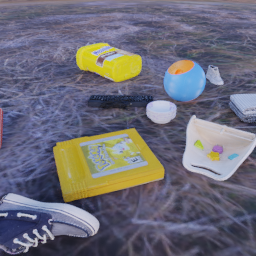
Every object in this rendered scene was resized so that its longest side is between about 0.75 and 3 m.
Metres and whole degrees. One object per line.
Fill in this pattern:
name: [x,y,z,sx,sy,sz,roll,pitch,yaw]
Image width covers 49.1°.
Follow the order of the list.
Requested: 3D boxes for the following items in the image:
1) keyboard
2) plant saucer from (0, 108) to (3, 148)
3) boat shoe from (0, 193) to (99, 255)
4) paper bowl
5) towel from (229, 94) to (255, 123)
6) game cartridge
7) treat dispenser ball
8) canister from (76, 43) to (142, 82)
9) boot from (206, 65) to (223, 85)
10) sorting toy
keyboard: [-0.271,-1.154,10.821,2.523,0.500,1.313,-1,30,1]
plant saucer: [-4.187,-0.073,8.335,1.218,1.220,0.224,9,9,19]
boat shoe: [-1.678,1.969,5.302,2.135,0.797,0.990,6,42,17]
paper bowl: [1.143,-0.518,9.665,1.010,0.525,1.010,0,30,0]
towel: [4.535,-0.726,9.942,1.530,0.655,1.267,-3,29,-1]
game cartridge: [-0.623,0.834,7.466,2.505,0.406,2.208,-9,31,-18]
treat dispenser ball: [2.190,-1.820,10.875,1.597,1.597,1.597,0,30,0]
canister: [-0.921,-3.262,13.788,2.030,1.183,2.734,-26,40,-37]
boot: [4.010,-2.476,12.939,0.484,0.628,1.315,-7,31,-12]
sorting toy: [2.262,0.654,7.380,1.835,0.980,1.652,18,43,27]
